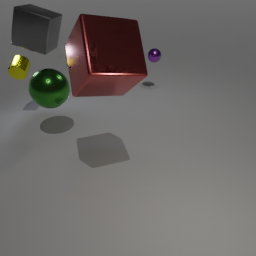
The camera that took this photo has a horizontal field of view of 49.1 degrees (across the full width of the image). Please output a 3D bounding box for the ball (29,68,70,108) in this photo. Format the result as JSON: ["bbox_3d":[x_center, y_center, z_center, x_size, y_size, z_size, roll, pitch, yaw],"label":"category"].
[{"bbox_3d":[-2.760,-1.390,9.865,1.400,1.400,1.400,0,29,0],"label":"ball"}]

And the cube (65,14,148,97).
[{"bbox_3d":[-0.559,-1.619,6.601,1.400,1.400,1.400,-5,-11,-27],"label":"cube"}]

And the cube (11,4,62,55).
[{"bbox_3d":[-3.541,-3.867,10.926,1.400,1.400,1.400,17,28,-2],"label":"cube"}]

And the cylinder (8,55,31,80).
[{"bbox_3d":[-4.308,-2.405,11.131,0.700,0.700,0.700,1,52,2],"label":"cylinder"}]

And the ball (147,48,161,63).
[{"bbox_3d":[1.336,-3.659,14.147,0.700,0.700,0.700,0,29,0],"label":"ball"}]
